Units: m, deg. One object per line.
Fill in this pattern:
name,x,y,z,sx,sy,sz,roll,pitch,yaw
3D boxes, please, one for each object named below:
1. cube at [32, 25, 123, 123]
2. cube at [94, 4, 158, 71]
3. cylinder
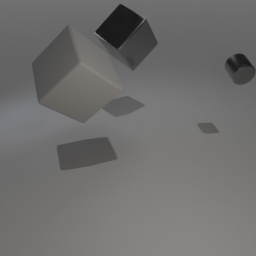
cube,-1.229,-1.224,6.679,1.400,1.400,1.400,27,33,-48
cube,-0.039,-3.205,9.993,1.400,1.400,1.400,-48,60,1
cylinder,3.435,-1.809,8.608,0.700,0.700,0.700,-4,46,-7
